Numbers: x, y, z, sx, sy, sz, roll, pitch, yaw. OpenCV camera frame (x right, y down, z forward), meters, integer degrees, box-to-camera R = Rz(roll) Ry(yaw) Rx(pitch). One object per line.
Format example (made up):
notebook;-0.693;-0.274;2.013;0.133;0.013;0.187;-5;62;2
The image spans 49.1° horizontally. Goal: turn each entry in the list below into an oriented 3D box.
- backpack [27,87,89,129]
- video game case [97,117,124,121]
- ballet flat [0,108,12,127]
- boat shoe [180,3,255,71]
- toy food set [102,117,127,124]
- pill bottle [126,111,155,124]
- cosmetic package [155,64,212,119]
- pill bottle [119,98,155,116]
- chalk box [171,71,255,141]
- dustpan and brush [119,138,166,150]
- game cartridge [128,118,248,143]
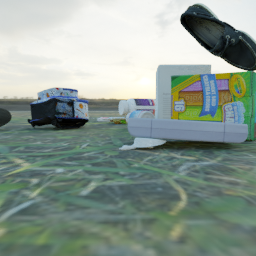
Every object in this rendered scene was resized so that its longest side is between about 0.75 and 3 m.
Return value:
backpack;-2.574;-0.724;10.932;2.105;1.622;2.005;0;-7;45
video game case;-0.538;-0.498;16.021;2.184;0.191;1.561;1;5;5
ballet flat;-5.392;-0.390;9.406;2.872;0.976;0.982;-10;-26;-32
boat shoe;2.700;-2.635;8.349;0.962;2.902;1.085;-33;-13;-38
toy food set;-0.445;-0.311;13.631;1.390;0.279;0.959;-4;-5;31
pill bottle;0.414;-0.312;10.467;0.684;0.684;1.258;-2;5;-26
cosmetic package;2.056;-1.186;10.935;1.949;2.343;1.961;0;5;3
pill bottle;0.683;-1.450;20.241;2.544;1.418;1.418;-1;5;-22
chalk box;2.796;-0.628;7.737;2.827;1.752;1.764;3;6;33
dustpan and brush;0.233;0.328;5.609;0.920;0.263;0.642;5;-2;-30
game cartridge;1.222;0.055;6.138;2.391;0.484;1.594;3;-4;6
